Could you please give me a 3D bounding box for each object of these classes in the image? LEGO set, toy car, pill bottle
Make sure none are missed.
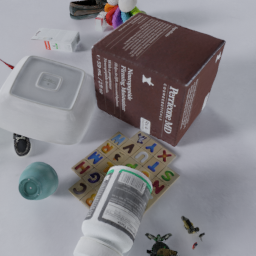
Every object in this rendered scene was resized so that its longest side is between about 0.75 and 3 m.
[{"bbox_3d":[0.936,2.678,5.994,1.725,0.489,1.120,-13,50,-29],"label":"LEGO set"},{"bbox_3d":[-0.234,-4.946,12.132,1.951,1.708,1.463,41,94,30],"label":"toy car"},{"bbox_3d":[-0.290,1.914,6.006,1.133,1.133,2.004,16,53,14],"label":"pill bottle"}]

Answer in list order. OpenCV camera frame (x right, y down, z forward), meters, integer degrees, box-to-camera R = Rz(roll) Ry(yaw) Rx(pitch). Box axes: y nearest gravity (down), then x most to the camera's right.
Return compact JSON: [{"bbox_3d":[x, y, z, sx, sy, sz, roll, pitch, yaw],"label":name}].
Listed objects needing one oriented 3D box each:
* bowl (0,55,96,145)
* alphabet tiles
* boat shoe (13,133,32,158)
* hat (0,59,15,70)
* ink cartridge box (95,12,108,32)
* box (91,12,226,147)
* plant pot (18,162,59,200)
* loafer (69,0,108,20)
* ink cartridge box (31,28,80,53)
[{"bbox_3d":[-2.340,-1.028,8.372,2.796,1.043,2.792,17,51,-7],"label":"bowl"},{"bbox_3d":[-0.085,1.179,7.463,2.284,0.087,2.745,36,57,27],"label":"alphabet tiles"},{"bbox_3d":[-3.069,0.246,8.084,0.493,0.403,1.335,-8,49,-7],"label":"boat shoe"},{"bbox_3d":[-3.376,-1.735,9.192,1.565,1.378,1.296,-14,49,-12],"label":"hat"},{"bbox_3d":[-1.155,-4.722,12.409,0.320,0.552,0.765,14,50,12],"label":"ink cartridge box"},{"bbox_3d":[0.821,-1.511,8.308,2.898,2.404,2.380,28,54,22],"label":"box"},{"bbox_3d":[-2.193,1.331,6.622,0.918,0.918,0.615,7,13,6],"label":"plant pot"},{"bbox_3d":[-1.650,-5.820,13.245,2.417,0.760,0.869,-28,54,-23],"label":"loafer"},{"bbox_3d":[-2.956,-3.628,11.520,1.759,0.443,0.959,9,49,9],"label":"ink cartridge box"}]
